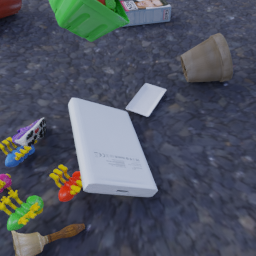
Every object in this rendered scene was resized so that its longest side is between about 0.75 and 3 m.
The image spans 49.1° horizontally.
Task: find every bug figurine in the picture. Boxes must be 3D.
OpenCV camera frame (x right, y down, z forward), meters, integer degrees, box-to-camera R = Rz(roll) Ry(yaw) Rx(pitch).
[{"bbox_3d":[-2.233,1.208,6.362,2.673,0.688,2.073,23,44,27],"label":"bug figurine"}]

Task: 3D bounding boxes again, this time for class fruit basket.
[{"bbox_3d":[-0.794,-4.344,7.901,3.127,3.127,2.255,40,17,32],"label":"fruit basket"}]

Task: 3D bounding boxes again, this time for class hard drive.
[{"bbox_3d":[-0.445,0.407,6.844,1.764,0.351,2.675,13,38,-32],"label":"hard drive"}]

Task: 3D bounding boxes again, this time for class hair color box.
[{"bbox_3d":[0.618,-5.198,12.513,2.341,0.710,1.159,-10,47,-10],"label":"hair color box"}]

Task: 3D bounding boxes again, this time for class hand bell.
[{"bbox_3d":[-1.539,2.202,5.626,1.388,0.723,0.723,-11,46,-28],"label":"hand bell"}]

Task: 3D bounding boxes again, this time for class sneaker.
[{"bbox_3d":[-2.577,0.057,7.389,0.539,0.521,1.291,8,21,10],"label":"sneaker"}]

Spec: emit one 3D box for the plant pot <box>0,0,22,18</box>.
[{"bbox_3d":[-6.074,-5.652,11.996,2.403,2.403,2.337,33,47,27],"label":"plant pot"}]

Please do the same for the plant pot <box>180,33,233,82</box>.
[{"bbox_3d":[2.500,-2.130,9.183,1.358,1.565,1.565,-16,46,6],"label":"plant pot"}]

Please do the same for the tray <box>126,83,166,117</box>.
[{"bbox_3d":[0.585,-0.863,8.740,0.772,0.159,1.438,20,50,20],"label":"tray"}]
